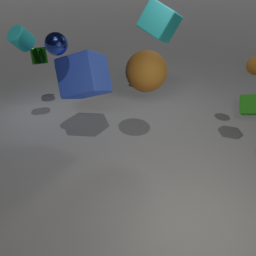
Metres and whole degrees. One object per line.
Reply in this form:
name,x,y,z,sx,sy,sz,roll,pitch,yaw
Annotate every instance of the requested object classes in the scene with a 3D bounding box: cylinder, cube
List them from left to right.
cylinder,-3.799,-3.189,9.983,0.700,0.700,0.700,-11,65,24
cylinder,-4.008,-3.252,12.620,0.700,0.700,0.700,-6,16,2
cube,-1.555,-1.842,9.971,1.400,1.400,1.400,-9,3,22
cube,1.513,-5.062,13.292,1.400,1.400,1.400,39,23,16
cube,4.516,-0.842,10.288,0.700,0.700,0.700,2,-2,29

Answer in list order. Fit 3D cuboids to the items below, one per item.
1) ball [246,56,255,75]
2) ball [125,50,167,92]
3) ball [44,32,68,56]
ball,4.734,-2.308,10.341,0.700,0.700,0.700,0,29,0
ball,0.612,-1.909,9.439,1.400,1.400,1.400,0,29,0
ball,-2.210,-2.588,8.618,0.700,0.700,0.700,0,29,0
